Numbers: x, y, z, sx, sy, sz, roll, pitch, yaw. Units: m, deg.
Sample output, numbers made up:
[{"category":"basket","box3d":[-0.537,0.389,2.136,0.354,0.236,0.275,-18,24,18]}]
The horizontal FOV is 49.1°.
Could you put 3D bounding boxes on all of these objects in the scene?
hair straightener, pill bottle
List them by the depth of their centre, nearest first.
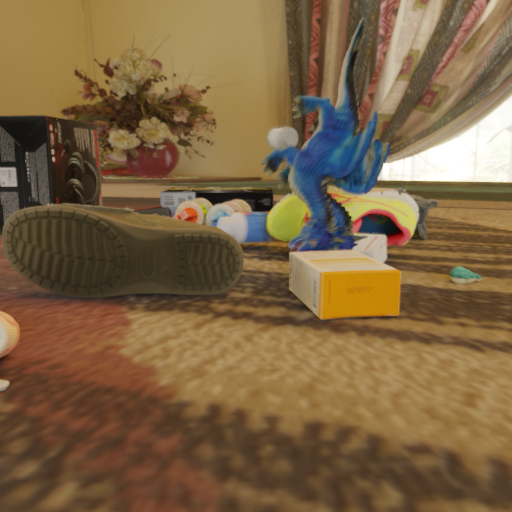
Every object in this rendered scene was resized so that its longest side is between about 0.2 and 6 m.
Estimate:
[{"category":"pill bottle","box3d":[-0.169,-0.567,11.292,1.140,0.640,0.640,-3,10,-27]},{"category":"hair straightener","box3d":[-3.315,-1.013,14.976,2.400,0.491,0.923,-8,12,-38]}]

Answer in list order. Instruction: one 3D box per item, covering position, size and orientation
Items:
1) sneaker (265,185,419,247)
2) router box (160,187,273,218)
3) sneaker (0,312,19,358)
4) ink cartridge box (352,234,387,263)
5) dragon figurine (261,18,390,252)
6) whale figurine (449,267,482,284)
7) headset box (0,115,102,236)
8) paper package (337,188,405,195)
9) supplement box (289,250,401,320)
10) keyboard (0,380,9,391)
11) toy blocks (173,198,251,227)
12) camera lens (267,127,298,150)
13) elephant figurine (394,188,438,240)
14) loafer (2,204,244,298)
[{"category":"sneaker","box3d":[1.531,-0.604,10.217,2.847,1.113,1.286,-4,28,12]},{"category":"router box","box3d":[-1.146,-1.675,17.619,3.356,0.877,2.639,0,10,1]},{"category":"sneaker","box3d":[-2.833,0.616,4.632,1.618,0.609,0.846,7,-6,-22]},{"category":"ink cartridge box","box3d":[1.509,-0.041,9.088,1.041,0.434,0.755,5,26,31]},{"category":"dragon figurine","box3d":[1.384,-1.652,8.721,1.896,3.814,1.122,29,-5,31]},{"category":"whale figurine","box3d":[3.111,0.280,8.321,0.450,0.233,0.358,1,10,4]},{"category":"headset box","box3d":[-5.239,-2.135,14.713,1.456,2.805,3.769,1,9,5]},{"category":"paper package","box3d":[2.729,-1.303,15.128,1.967,1.018,1.875,-6,12,-26]},{"category":"supplement box","box3d":[1.053,0.325,7.064,0.972,0.567,1.542,-2,10,-9]},{"category":"keyboard","box3d":[-3.587,0.965,4.596,3.154,0.168,0.888,4,10,19]},{"category":"toy blocks","box3d":[-1.220,-0.913,13.547,1.819,0.792,2.182,3,10,13]},{"category":"camera lens","box3d":[0.591,-2.658,12.706,0.476,0.476,0.595,-8,9,-39]},{"category":"elephant figurine","box3d":[3.514,-0.929,12.718,1.370,1.249,1.765,-18,8,-16]},{"category":"loafer","box3d":[-1.790,-0.044,7.754,3.200,1.217,1.079,9,8,-5]}]
